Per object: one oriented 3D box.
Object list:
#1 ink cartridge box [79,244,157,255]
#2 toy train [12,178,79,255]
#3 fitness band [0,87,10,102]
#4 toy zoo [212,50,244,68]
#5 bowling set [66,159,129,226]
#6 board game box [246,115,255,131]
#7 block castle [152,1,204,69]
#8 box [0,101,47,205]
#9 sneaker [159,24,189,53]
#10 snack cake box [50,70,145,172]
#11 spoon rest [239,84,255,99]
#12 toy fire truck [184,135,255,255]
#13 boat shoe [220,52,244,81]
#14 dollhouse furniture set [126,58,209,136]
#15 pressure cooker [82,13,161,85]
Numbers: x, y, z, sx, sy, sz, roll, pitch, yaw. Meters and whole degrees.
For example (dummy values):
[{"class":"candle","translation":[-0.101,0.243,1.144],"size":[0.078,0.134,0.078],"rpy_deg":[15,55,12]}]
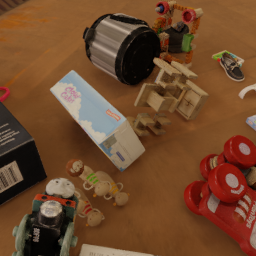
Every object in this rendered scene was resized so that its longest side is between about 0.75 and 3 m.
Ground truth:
[{"class":"ink cartridge box","translation":[0.192,3.267,4.914],"size":[2.448,1.029,1.786],"rpy_deg":[7,44,7]},{"class":"toy train","translation":[-1.454,2.106,5.186],"size":[1.050,2.465,1.404],"rpy_deg":[11,28,-4]},{"class":"fitness band","translation":[-4.722,-1.177,10.184],"size":[0.647,0.169,0.901],"rpy_deg":[14,47,15]},{"class":"toy zoo","translation":[4.364,-2.925,12.033],"size":[0.827,0.129,1.261],"rpy_deg":[-24,49,-23]},{"class":"bowling set","translation":[-1.055,1.563,6.447],"size":[2.157,1.501,1.158],"rpy_deg":[-35,55,-26]},{"class":"board game box","translation":[4.671,-0.145,9.058],"size":[1.290,0.236,0.976],"rpy_deg":[-19,47,-17]},{"class":"block castle","translation":[1.729,-3.486,10.899],"size":[1.710,2.560,1.201],"rpy_deg":[34,47,30]},{"class":"box","translation":[-3.918,0.553,7.315],"size":[2.187,1.578,2.947],"rpy_deg":[-31,51,-28]},{"class":"sneaker","translation":[1.380,-4.017,12.361],"size":[2.809,1.275,1.067],"rpy_deg":[-9,46,-7]},{"class":"snack cake box","translation":[-0.898,-0.248,7.934],"size":[0.945,1.618,2.813],"rpy_deg":[-42,52,-6]},{"class":"spoon rest","translation":[4.699,-1.385,10.252],"size":[1.264,0.383,0.628],"rpy_deg":[-14,46,-13]},{"class":"toy fire truck","translation":[2.747,1.520,6.723],"size":[2.100,1.402,2.501],"rpy_deg":[39,53,4]},{"class":"boat shoe","translation":[4.180,-2.473,11.226],"size":[0.550,0.449,1.488],"rpy_deg":[-16,52,0]},{"class":"dollhouse furniture set","translation":[1.105,-1.091,8.808],"size":[2.385,2.090,1.584],"rpy_deg":[-2,38,-42]},{"class":"pressure cooker","translation":[-0.370,-3.082,10.678],"size":[2.310,2.275,2.587],"rpy_deg":[-42,55,-18]}]
